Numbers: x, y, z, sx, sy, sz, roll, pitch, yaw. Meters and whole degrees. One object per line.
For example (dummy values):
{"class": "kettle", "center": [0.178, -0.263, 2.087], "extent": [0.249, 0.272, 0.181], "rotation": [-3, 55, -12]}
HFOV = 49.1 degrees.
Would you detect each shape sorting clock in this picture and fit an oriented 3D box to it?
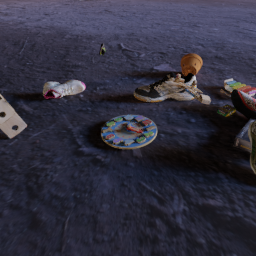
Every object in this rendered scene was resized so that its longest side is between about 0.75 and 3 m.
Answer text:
{"class": "shape sorting clock", "center": [0.039, 0.077, 10.646], "extent": [2.139, 0.420, 2.139], "rotation": [0, 33, 0]}

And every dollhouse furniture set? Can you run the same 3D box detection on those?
{"class": "dollhouse furniture set", "center": [-5.330, -0.174, 10.396], "extent": [2.230, 1.563, 1.572], "rotation": [-41, 47, -13]}

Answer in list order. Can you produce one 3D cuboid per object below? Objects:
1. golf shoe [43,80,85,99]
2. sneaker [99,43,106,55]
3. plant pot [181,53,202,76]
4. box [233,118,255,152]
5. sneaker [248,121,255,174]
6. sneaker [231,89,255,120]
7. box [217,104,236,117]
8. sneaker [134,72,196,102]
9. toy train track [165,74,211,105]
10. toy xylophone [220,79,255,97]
{"class": "golf shoe", "center": [-3.033, -1.741, 13.243], "extent": [2.033, 0.766, 0.930], "rotation": [-5, 42, 6]}
{"class": "sneaker", "center": [-1.207, -3.867, 13.778], "extent": [0.318, 0.768, 0.275], "rotation": [11, 65, -11]}
{"class": "plant pot", "center": [3.411, -3.349, 15.325], "extent": [1.183, 1.183, 0.828], "rotation": [10, 52, 15]}
{"class": "box", "center": [4.838, 0.352, 10.225], "extent": [1.361, 0.415, 1.718], "rotation": [23, 40, 30]}
{"class": "sneaker", "center": [4.337, 0.566, 8.888], "extent": [0.915, 1.055, 2.380], "rotation": [-6, 57, 12]}
{"class": "sneaker", "center": [5.377, -0.937, 11.892], "extent": [1.176, 0.733, 2.194], "rotation": [-6, 39, -11]}
{"class": "box", "center": [4.322, -0.787, 12.171], "extent": [0.820, 0.198, 0.481], "rotation": [-24, 41, -34]}
{"class": "sneaker", "center": [1.720, -1.999, 13.025], "extent": [2.956, 1.296, 1.118], "rotation": [-5, 35, -5]}
{"class": "toy train track", "center": [1.525, -0.994, 6.738], "extent": [1.006, 0.285, 1.754], "rotation": [11, 22, -16]}
{"class": "toy xylophone", "center": [5.301, -1.861, 13.592], "extent": [1.217, 0.418, 1.662], "rotation": [-23, 39, -29]}
